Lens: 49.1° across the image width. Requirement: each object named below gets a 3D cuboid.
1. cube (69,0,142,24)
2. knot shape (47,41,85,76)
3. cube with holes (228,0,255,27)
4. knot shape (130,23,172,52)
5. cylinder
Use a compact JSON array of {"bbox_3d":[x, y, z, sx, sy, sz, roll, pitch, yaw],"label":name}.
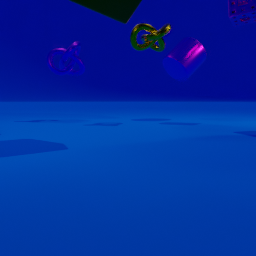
[{"bbox_3d":[-0.368,-2.731,4.591,1.228,1.228,1.228,5,-42,-42],"label":"cube"},{"bbox_3d":[-2.196,-2.464,10.545,0.693,1.500,1.404,48,-7,35],"label":"knot shape"},{"bbox_3d":[3.791,-3.944,9.113,0.852,0.852,0.852,-3,-6,30],"label":"cube with holes"},{"bbox_3d":[0.665,-2.880,8.925,1.257,0.621,1.343,-4,-14,-19],"label":"knot shape"},{"bbox_3d":[2.226,-2.710,11.081,1.250,1.250,1.250,-46,22,-15],"label":"cylinder"}]
